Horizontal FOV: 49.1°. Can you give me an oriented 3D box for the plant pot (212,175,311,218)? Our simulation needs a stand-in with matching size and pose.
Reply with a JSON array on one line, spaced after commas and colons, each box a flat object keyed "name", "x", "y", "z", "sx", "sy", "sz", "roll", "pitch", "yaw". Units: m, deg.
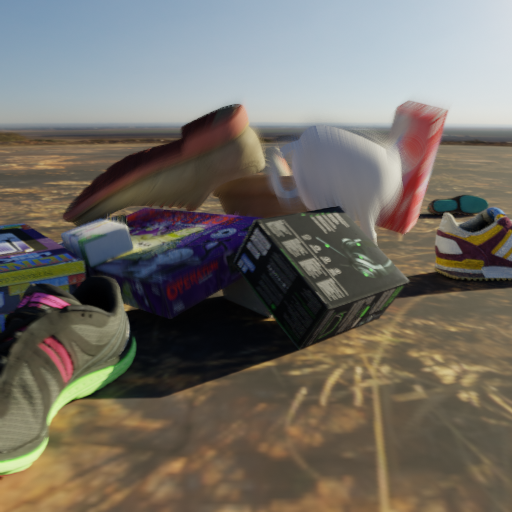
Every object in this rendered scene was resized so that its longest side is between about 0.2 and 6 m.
[{"name": "plant pot", "x": 0.446, "y": -0.916, "z": 11.520, "sx": 2.746, "sy": 1.267, "sz": 2.746, "roll": 3, "pitch": 3, "yaw": 0}]

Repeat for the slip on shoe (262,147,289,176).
[{"name": "slip on shoe", "x": 0.492, "y": -1.506, "z": 12.228, "sx": 0.701, "sy": 1.892, "sz": 0.579, "roll": -20, "pitch": -32, "yaw": 21}]

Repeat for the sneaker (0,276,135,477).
[{"name": "sneaker", "x": -2.068, "y": 0.911, "z": 4.999, "sx": 1.133, "sy": 1.237, "sz": 2.952, "roll": 3, "pitch": 15, "yaw": 11}]

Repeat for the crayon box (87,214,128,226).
[{"name": "crayon box", "x": -2.607, "y": -0.451, "z": 9.319, "sx": 0.821, "sy": 0.212, "sz": 0.516, "roll": -14, "pitch": 17, "yaw": 7}]

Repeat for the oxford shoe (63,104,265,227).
[{"name": "oxford shoe", "x": -1.596, "y": -1.187, "z": 9.710, "sx": 3.692, "sy": 1.381, "sz": 1.301, "roll": -24, "pitch": 29, "yaw": 13}]

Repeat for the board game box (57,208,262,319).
[{"name": "board game box", "x": -1.593, "y": -0.080, "z": 8.759, "sx": 2.326, "sy": 0.626, "sz": 3.875, "roll": -24, "pitch": 22, "yaw": -39}]

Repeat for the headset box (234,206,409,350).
[{"name": "headset box", "x": 0.884, "y": 0.190, "z": 7.288, "sx": 1.742, "sy": 0.808, "sz": 1.517, "roll": -14, "pitch": 54, "yaw": -40}]

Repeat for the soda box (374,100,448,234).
[{"name": "soda box", "x": 3.068, "y": -1.785, "z": 11.457, "sx": 0.891, "sy": 2.545, "sz": 0.807, "roll": 20, "pitch": 31, "yaw": 22}]

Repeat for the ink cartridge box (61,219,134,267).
[{"name": "ink cartridge box", "x": -2.363, "y": -0.210, "z": 8.281, "sx": 0.696, "sy": 0.404, "sz": 0.961, "roll": -26, "pitch": 24, "yaw": -31}]

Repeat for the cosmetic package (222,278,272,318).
[{"name": "cosmetic package", "x": -0.035, "y": 0.409, "z": 8.096, "sx": 0.510, "sy": 0.605, "sz": 1.132, "roll": -28, "pitch": 25, "yaw": -35}]

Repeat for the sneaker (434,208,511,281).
[{"name": "sneaker", "x": 4.351, "y": -0.238, "z": 9.559, "sx": 2.598, "sy": 1.170, "sz": 0.973, "roll": -3, "pitch": 15, "yaw": -10}]

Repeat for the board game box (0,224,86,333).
[{"name": "board game box", "x": -4.382, "y": 0.442, "z": 7.366, "sx": 3.474, "sy": 0.985, "sz": 2.871, "roll": -10, "pitch": 20, "yaw": -34}]

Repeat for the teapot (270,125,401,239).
[{"name": "teapot", "x": 1.202, "y": -1.082, "z": 8.429, "sx": 1.775, "sy": 1.296, "sz": 1.752, "roll": 25, "pitch": 2, "yaw": 8}]

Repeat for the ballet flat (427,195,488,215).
[{"name": "ballet flat", "x": 5.481, "y": -1.374, "z": 15.380, "sx": 1.636, "sy": 0.555, "sz": 0.616, "roll": -3, "pitch": -2, "yaw": -4}]
